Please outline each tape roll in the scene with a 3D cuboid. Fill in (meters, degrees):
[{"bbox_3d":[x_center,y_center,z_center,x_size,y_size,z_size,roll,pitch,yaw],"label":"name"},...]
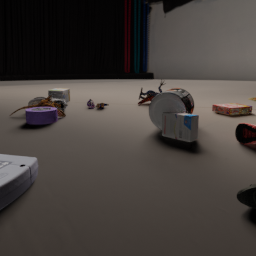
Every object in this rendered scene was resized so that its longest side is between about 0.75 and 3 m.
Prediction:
[{"bbox_3d":[-3.925,-0.576,12.744,1.380,0.586,1.380,0,12,0],"label":"tape roll"}]

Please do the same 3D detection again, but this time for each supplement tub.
[{"bbox_3d":[1.920,-0.864,11.787,1.556,1.556,2.539,5,13,19],"label":"supplement tub"}]

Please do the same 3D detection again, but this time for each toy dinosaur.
[{"bbox_3d":[-4.413,-1.095,14.298,2.869,0.867,1.524,5,19,16],"label":"toy dinosaur"},{"bbox_3d":[1.977,-1.987,19.191,2.451,1.418,2.700,14,53,0],"label":"toy dinosaur"}]

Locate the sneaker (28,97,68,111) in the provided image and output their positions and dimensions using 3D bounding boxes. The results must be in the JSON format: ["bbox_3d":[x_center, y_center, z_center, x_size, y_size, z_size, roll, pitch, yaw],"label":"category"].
[{"bbox_3d":[-4.341,-1.287,15.375,2.115,0.795,1.215,-1,10,-23],"label":"sneaker"}]

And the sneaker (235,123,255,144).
[{"bbox_3d":[4.442,0.221,8.623,0.992,0.843,2.286,-4,13,-22],"label":"sneaker"}]

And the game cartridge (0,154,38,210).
[{"bbox_3d":[-3.071,1.141,5.349,1.858,0.564,2.787,0,12,17],"label":"game cartridge"}]

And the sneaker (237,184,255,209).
[{"bbox_3d":[2.427,1.247,5.294,1.067,0.405,0.484,2,1,-25],"label":"sneaker"}]

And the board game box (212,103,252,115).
[{"bbox_3d":[5.647,-1.041,15.204,1.676,0.388,1.269,-6,15,-27],"label":"board game box"}]

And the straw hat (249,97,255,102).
[{"bbox_3d":[6.567,-0.657,11.596,2.965,1.255,2.965,-3,8,0],"label":"straw hat"}]

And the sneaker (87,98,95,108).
[{"bbox_3d":[-2.280,-1.407,17.004,0.429,0.390,0.971,-35,33,5],"label":"sneaker"}]

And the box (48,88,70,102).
[{"bbox_3d":[-4.656,-2.180,19.074,1.013,0.913,1.801,2,13,4],"label":"box"}]

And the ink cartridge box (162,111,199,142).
[{"bbox_3d":[1.815,-0.080,9.841,0.517,0.883,1.222,-12,18,-43],"label":"ink cartridge box"}]

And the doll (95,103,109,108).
[{"bbox_3d":[-1.579,-1.381,16.939,0.855,0.304,1.253,-8,6,-1],"label":"doll"}]
